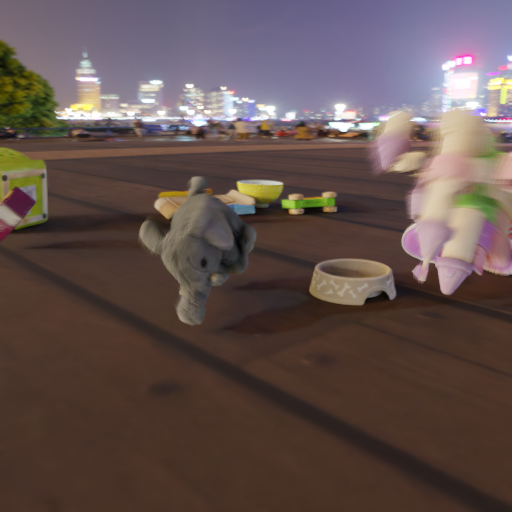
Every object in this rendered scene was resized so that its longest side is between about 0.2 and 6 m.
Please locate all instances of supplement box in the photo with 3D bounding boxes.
[{"bbox_3d":[-4.488,-0.725,10.071,0.897,0.463,0.587,-34,25,28],"label":"supplement box"}]

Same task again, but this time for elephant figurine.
[{"bbox_3d":[-0.767,-0.143,7.029,1.452,1.324,1.871,29,12,12],"label":"elephant figurine"}]

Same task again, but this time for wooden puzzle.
[{"bbox_3d":[-1.312,-1.244,13.921,2.329,0.404,3.453,-7,15,-11],"label":"wooden puzzle"}]

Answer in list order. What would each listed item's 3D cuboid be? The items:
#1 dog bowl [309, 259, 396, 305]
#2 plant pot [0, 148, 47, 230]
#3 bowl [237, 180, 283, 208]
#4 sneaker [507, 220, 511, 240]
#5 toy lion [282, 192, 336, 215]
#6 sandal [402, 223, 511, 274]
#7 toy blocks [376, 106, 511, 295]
[{"bbox_3d":[1.343,0.333,7.797,1.201,0.352,1.201,0,14,0],"label":"dog bowl"},{"bbox_3d":[-5.467,-1.383,12.005,1.510,1.655,1.664,13,19,23],"label":"plant pot"},{"bbox_3d":[0.097,-1.613,14.685,1.186,0.638,1.186,2,14,-1],"label":"bowl"},{"bbox_3d":[5.088,-0.409,9.278,2.907,1.119,1.234,-2,20,-7],"label":"sneaker"},{"bbox_3d":[1.317,-1.363,14.285,1.461,0.502,1.401,-5,8,-19],"label":"toy lion"},{"bbox_3d":[3.127,-0.134,8.749,1.928,0.785,0.474,10,28,40],"label":"sandal"},{"bbox_3d":[2.708,-0.472,7.403,2.594,2.183,2.424,9,-12,43],"label":"toy blocks"}]
